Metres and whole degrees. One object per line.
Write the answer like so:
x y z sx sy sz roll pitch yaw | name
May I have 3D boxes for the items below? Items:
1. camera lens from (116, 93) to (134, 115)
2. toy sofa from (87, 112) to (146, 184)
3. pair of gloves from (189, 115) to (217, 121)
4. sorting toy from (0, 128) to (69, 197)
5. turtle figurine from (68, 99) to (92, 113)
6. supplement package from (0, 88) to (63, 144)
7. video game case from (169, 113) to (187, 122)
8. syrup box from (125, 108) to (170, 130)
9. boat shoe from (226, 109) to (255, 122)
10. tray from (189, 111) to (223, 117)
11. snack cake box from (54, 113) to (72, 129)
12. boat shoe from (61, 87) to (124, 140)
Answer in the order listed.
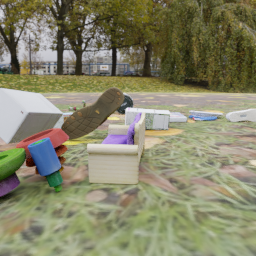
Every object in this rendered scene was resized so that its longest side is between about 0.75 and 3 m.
-0.334 -1.483 16.909 1.228 1.228 1.536 -1 9 -8 | camera lens
-0.159 0.310 6.308 0.995 1.173 2.404 1 10 6 | toy sofa
3.868 -0.554 14.575 1.239 0.176 1.541 0 10 -1 | pair of gloves
-1.783 0.756 5.089 1.367 0.934 2.274 -12 14 32 | sorting toy
-2.486 -0.995 14.851 1.309 0.971 1.350 -6 7 -13 | turtle figurine
-2.995 -0.348 8.182 1.100 1.096 1.875 40 11 10 | supplement package
1.680 -0.563 14.335 2.286 0.263 2.083 0 10 0 | video game case
0.773 -0.367 11.340 1.763 0.694 0.718 4 15 2 | syrup box
5.683 -0.581 13.656 1.792 0.645 0.614 -10 11 -1 | boat shoe
4.195 -0.759 15.114 1.711 0.190 0.919 6 8 17 | tray
-2.487 -0.259 11.213 1.170 0.673 0.393 -3 10 -19 | snack cake box
-1.117 -0.398 9.352 2.410 0.867 0.814 -37 -7 -1 | boat shoe
